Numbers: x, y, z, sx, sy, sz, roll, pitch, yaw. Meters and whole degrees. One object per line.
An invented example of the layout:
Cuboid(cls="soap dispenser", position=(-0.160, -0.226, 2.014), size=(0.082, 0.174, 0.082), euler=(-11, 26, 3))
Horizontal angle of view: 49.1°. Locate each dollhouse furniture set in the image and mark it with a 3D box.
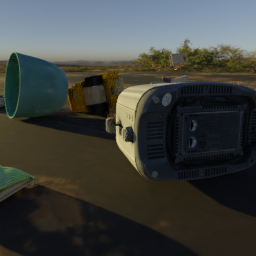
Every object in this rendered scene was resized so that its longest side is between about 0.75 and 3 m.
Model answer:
Cuboid(cls="dollhouse furniture set", position=(0.859, -1.498, 9.912), size=(2.054, 2.293, 2.894), euler=(-11, -2, 28))
Cuboid(cls="dollhouse furniture set", position=(-2.499, 0.611, 3.438), size=(1.333, 1.030, 2.668), euler=(6, 15, 20))

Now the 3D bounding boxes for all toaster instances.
Cuboid(cls="toaster", position=(1.057, -0.076, 5.145), size=(2.792, 1.586, 1.803), euler=(-5, 12, -20))

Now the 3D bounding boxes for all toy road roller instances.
Cuboid(cls="toy road roller", position=(-1.252, -1.289, 10.681), size=(1.659, 1.397, 2.273), euler=(-6, 10, 29))

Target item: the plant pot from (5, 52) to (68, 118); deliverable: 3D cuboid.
Cuboid(cls="plant pot", position=(-3.109, -1.375, 9.659), size=(1.741, 2.170, 2.170), euler=(2, 10, -35))

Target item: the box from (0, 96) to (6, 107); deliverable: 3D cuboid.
Cuboid(cls="box", position=(-5.699, -1.150, 12.092), size=(1.646, 0.364, 1.318), euler=(-4, 14, -16))

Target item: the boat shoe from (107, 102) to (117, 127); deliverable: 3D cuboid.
Cuboid(cls="boat shoe", position=(0.518, -0.034, 6.971), size=(2.203, 0.792, 0.749), euler=(18, 57, 24))
